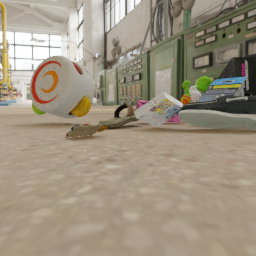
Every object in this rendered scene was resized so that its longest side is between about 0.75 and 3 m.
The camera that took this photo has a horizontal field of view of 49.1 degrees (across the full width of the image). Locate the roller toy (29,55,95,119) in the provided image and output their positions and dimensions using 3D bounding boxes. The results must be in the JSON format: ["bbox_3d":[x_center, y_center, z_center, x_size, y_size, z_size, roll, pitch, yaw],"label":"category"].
[{"bbox_3d":[-2.159,-1.343,9.516,2.124,1.937,1.484,1,-11,30],"label":"roller toy"}]

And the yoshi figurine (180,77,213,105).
[{"bbox_3d":[2.734,-1.386,10.826,1.179,1.184,2.106,-10,24,30],"label":"yoshi figurine"}]

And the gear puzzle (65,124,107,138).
[{"bbox_3d":[-0.824,0.012,5.911,0.976,0.128,0.505,-5,-27,-43],"label":"gear puzzle"}]

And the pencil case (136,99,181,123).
[{"bbox_3d":[1.040,-0.587,9.615,1.567,0.734,0.711,5,-17,-4],"label":"pencil case"}]

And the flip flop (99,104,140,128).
[{"bbox_3d":[-0.141,-0.419,8.341,0.805,0.571,1.984,-8,7,40],"label":"flip flop"}]

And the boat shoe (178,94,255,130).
[{"bbox_3d":[2.664,-0.471,7.318,2.639,0.796,0.998,6,-19,5],"label":"boat shoe"}]

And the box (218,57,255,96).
[{"bbox_3d":[4.865,-1.277,9.818,2.931,1.822,2.177,1,-8,5],"label":"box"}]

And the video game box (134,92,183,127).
[{"bbox_3d":[0.878,-0.478,7.645,1.003,0.258,1.100,-31,-29,27],"label":"video game box"}]

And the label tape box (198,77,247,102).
[{"bbox_3d":[2.881,-0.827,8.711,1.711,0.566,1.226,-48,29,-23],"label":"label tape box"}]
